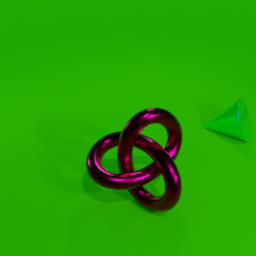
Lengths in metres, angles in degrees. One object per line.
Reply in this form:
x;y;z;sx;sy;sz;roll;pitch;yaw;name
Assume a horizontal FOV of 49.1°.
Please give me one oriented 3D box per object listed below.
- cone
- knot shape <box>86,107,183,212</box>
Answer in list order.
2.366;-0.115;6.962;1.051;1.047;1.047;-11;23;35;cone
0.092;0.542;4.841;1.665;1.780;0.822;2;-3;10;knot shape
